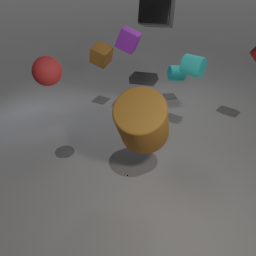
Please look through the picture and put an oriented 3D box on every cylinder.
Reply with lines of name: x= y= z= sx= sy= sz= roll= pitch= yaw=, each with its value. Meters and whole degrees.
cylinder: x=0.388 y=-0.173 z=7.555 sx=1.400 sy=1.400 sz=1.400 roll=-4 pitch=64 yaw=8
cylinder: x=2.221 y=-2.113 z=9.526 sx=0.700 sy=0.700 sz=0.700 roll=22 pitch=37 yaw=30
cylinder: x=2.223 y=-2.503 z=12.774 sx=0.700 sy=0.700 sz=0.700 roll=-2 pitch=30 yaw=-10

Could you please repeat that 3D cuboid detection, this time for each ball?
ball: x=-1.907 y=-1.339 z=6.596 sx=0.700 sy=0.700 sz=0.700 roll=0 pitch=31 yaw=0

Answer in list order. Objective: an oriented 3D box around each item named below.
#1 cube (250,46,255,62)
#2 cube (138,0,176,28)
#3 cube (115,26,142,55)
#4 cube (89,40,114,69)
cube: x=4.868 y=-2.657 z=9.772 sx=0.700 sy=0.700 sz=0.700 roll=-44 pitch=12 yaw=-17
cube: x=1.314 y=-5.326 z=12.622 sx=1.400 sy=1.400 sz=1.400 roll=8 pitch=17 yaw=14
cube: x=0.016 y=-3.216 z=10.232 sx=0.700 sy=0.700 sz=0.700 roll=26 pitch=31 yaw=-1
cube: x=-1.080 y=-2.963 z=11.318 sx=0.700 sy=0.700 sz=0.700 roll=28 pitch=53 yaw=11
